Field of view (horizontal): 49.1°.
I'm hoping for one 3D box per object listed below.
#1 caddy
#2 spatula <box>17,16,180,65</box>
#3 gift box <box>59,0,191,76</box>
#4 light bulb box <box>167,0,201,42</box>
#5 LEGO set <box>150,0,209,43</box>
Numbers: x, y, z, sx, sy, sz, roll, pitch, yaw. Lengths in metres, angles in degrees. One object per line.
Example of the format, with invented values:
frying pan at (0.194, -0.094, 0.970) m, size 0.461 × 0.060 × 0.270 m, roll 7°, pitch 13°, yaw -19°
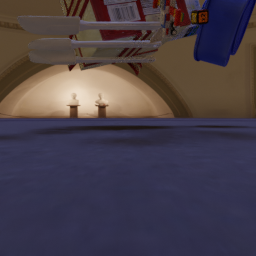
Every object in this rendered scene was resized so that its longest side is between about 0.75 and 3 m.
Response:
caddy at (2.588, -2.973, 7.919) m, size 1.302 × 2.481 × 1.754 m, roll 27°, pitch 50°, yaw 22°
spatula at (-0.596, -1.745, 5.801) m, size 2.927 × 0.235 × 2.035 m, roll -5°, pitch -12°, yaw -13°
gift box at (-0.345, -2.904, 7.386) m, size 2.728 × 2.956 × 2.760 m, roll -12°, pitch 2°, yaw -20°
light bulb box at (1.445, -3.218, 8.055) m, size 1.133 × 1.123 × 0.707 m, roll -15°, pitch -4°, yaw -9°
LEGO set at (0.600, -2.278, 4.123) m, size 0.503 × 2.050 × 1.531 m, roll -12°, pitch -6°, yaw -13°
